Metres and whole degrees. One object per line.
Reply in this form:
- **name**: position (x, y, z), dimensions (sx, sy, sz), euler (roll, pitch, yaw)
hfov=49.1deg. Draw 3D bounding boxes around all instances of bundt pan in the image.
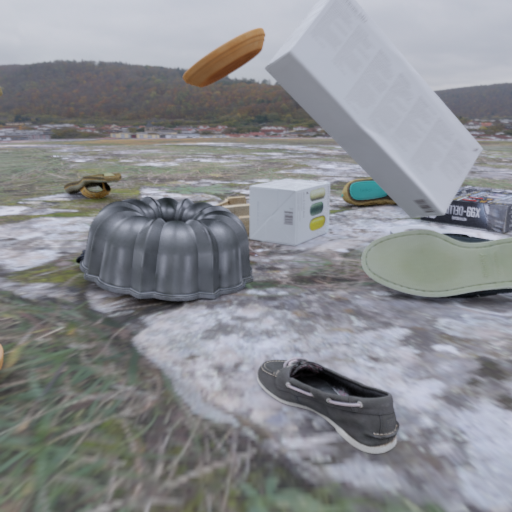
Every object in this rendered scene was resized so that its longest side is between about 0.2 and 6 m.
- **bundt pan**: position (-1.308, -0.256, 8.572), dimensions (2.676, 1.004, 2.676), euler (6, 18, -2)

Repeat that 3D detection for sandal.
- **sandal**: position (-4.736, -1.980, 16.355), dimensions (2.575, 0.695, 1.034), euler (-6, 7, 45)

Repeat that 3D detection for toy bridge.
- **toy bridge**: position (-0.541, -0.956, 12.863), dimensions (0.973, 0.394, 2.895), euler (-5, 16, -7)

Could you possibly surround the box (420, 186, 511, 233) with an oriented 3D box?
- **box**: position (5.343, -1.153, 13.131), dimensions (1.964, 0.620, 2.490), euler (14, 20, 41)

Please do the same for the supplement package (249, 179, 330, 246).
- **supplement package**: position (0.697, -0.929, 11.375), dimensions (1.083, 1.091, 1.438), euler (10, 18, 32)

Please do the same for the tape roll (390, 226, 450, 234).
- **tape roll**: position (3.030, -0.278, 10.376), dimensions (1.101, 0.364, 1.101), euler (-1, 15, 0)

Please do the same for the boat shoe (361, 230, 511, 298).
- **boat shoe**: position (2.837, 0.146, 7.927), dimensions (2.596, 0.970, 0.861), euler (-5, -15, 14)

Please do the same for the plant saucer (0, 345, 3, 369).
- **plant saucer**: position (-3.261, 1.147, 5.100), dimensions (1.783, 0.334, 1.783), euler (1, 15, 0)

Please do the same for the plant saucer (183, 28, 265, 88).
- **plant saucer**: position (-0.549, -3.605, 10.367), dimensions (1.728, 0.323, 1.728), euler (-30, 10, 6)

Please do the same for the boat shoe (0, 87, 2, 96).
- **boat shoe**: position (-3.448, -2.687, 6.627), dimensions (0.678, 1.782, 0.638), euler (-23, 49, -28)

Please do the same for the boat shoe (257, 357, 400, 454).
- **boat shoe**: position (0.589, 1.132, 4.894), dimensions (0.538, 0.459, 1.610), euler (-11, 18, -35)

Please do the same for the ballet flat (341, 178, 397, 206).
- **ballet flat**: position (3.551, -1.778, 15.177), dimensions (2.621, 0.900, 0.826), euler (-1, -6, -11)

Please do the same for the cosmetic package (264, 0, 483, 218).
- **cosmetic package**: position (1.590, -1.882, 7.287), dimensions (2.932, 1.210, 0.742), euler (41, -15, -19)

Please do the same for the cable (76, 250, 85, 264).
- **cable**: position (-2.339, 0.057, 9.360), dimensions (1.285, 0.326, 1.049), euler (-6, 21, -31)
